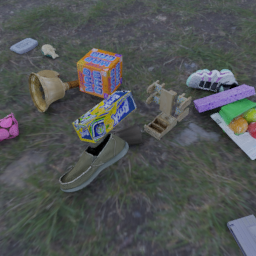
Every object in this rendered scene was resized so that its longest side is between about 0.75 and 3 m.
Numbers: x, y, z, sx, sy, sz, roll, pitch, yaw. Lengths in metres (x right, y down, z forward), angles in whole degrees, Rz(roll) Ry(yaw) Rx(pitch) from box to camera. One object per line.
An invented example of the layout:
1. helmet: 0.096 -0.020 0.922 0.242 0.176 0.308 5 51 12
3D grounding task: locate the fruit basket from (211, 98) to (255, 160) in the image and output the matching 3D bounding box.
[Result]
1. fruit basket: 4.145 -0.024 9.684 1.873 0.948 2.023 -26 67 -23

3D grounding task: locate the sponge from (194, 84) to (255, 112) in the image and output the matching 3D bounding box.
1. sponge: 3.433 -1.083 10.166 1.976 0.295 1.102 -18 12 11

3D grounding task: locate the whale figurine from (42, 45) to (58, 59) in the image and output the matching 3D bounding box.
1. whale figurine: -3.724 -3.571 13.346 0.859 0.446 0.684 41 50 4

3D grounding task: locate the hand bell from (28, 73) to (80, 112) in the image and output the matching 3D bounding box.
1. hand bell: -2.283 -1.683 11.150 2.860 1.489 1.489 -20 48 -36

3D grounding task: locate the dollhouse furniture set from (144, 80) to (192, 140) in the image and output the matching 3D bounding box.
1. dollhouse furniture set: 1.179 -0.549 9.526 1.390 1.586 1.053 34 55 29

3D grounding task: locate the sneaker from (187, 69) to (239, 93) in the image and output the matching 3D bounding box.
1. sneaker: 3.507 -1.686 11.170 2.070 0.805 1.448 -11 46 -9

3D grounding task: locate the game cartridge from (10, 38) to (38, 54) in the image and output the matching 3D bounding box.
1. game cartridge: -5.111 -4.060 13.889 0.803 0.244 1.204 24 51 26

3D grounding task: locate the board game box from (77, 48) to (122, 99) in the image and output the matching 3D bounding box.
1. board game box: -1.029 -2.065 10.596 1.244 1.243 1.244 18 47 16

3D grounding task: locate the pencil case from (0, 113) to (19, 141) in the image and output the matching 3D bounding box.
1. pencil case: -4.657 0.109 9.458 1.820 0.826 0.853 -17 81 -17

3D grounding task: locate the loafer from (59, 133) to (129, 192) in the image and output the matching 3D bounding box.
1. loafer: -1.102 0.921 8.075 2.307 0.804 0.868 -38 28 -3

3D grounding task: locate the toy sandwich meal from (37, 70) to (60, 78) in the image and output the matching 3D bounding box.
1. toy sandwich meal: -3.457 -2.056 11.859 1.132 0.388 1.132 -1 49 2

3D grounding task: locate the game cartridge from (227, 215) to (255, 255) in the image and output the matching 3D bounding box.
1. game cartridge: 3.212 2.898 7.151 0.818 0.242 1.262 -9 46 -14

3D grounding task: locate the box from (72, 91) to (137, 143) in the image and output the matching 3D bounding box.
1. box: -0.608 -0.373 7.977 0.663 0.609 1.894 6 38 43

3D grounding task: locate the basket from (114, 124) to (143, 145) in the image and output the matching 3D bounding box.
1. basket: -0.001 0.286 9.449 0.849 0.577 0.765 -13 48 -8
